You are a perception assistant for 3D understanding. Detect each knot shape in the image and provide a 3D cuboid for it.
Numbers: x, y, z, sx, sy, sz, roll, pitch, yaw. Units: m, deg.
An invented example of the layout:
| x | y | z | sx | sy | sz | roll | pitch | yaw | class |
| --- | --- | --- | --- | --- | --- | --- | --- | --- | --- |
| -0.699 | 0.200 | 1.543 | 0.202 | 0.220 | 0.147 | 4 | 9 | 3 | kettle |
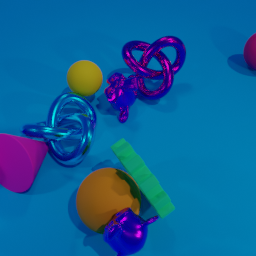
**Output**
| x | y | z | sx | sy | sz | roll | pitch | yaw | class |
| --- | --- | --- | --- | --- | --- | --- | --- | --- | --- |
| -1.552 | -0.123 | 7.244 | 2.044 | 0.944 | 1.912 | 18 | 49 | 18 | knot shape |
| 0.766 | -1.731 | 8.275 | 1.951 | 0.901 | 1.825 | 1 | 91 | -2 | knot shape |

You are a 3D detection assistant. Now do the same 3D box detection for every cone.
| x | y | z | sx | sy | sz | roll | pitch | yaw | class |
| --- | --- | --- | --- | --- | --- | --- | --- | --- | --- |
| -2.331 | 0.603 | 6.790 | 1.399 | 1.399 | 1.404 | 22 | 24 | 19 | cone |

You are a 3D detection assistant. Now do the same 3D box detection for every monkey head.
| x | y | z | sx | sy | sz | roll | pitch | yaw | class |
| --- | --- | --- | --- | --- | --- | --- | --- | --- | --- |
| -0.025 | 1.775 | 4.621 | 0.698 | 0.833 | 1.158 | 40 | 87 | 6 | monkey head |
| -0.030 | -1.012 | 7.851 | 1.161 | 0.972 | 1.614 | -5 | 63 | 35 | monkey head |

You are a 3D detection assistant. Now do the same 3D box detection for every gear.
| x | y | z | sx | sy | sz | roll | pitch | yaw | class |
| --- | --- | --- | --- | --- | --- | --- | --- | --- | --- |
| 0.276 | 1.004 | 5.670 | 0.320 | 1.729 | 1.729 | -36 | 55 | -6 | gear |

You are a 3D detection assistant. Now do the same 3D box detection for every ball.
| x | y | z | sx | sy | sz | roll | pitch | yaw | class |
| --- | --- | --- | --- | --- | --- | --- | --- | --- | --- |
| -1.229 | -1.409 | 7.979 | 1.011 | 1.011 | 1.011 | 0 | 47 | 0 | ball |
| -0.380 | 1.442 | 5.584 | 1.288 | 1.288 | 1.288 | 0 | 47 | 0 | ball |
| 4.510 | -2.539 | 9.209 | 1.325 | 1.325 | 1.325 | 0 | 47 | 0 | ball |
